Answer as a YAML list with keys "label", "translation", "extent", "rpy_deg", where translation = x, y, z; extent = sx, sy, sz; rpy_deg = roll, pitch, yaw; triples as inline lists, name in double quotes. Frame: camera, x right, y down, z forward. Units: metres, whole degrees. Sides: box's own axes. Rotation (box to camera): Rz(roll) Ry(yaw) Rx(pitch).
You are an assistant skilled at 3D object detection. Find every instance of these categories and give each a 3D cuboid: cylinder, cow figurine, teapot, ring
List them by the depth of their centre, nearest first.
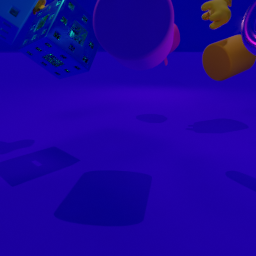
- label: "cylinder"
  translation: [0.176, -1.904, 5.417]
  extent: [1.400, 1.400, 1.400]
  rpy_deg: [3, 5, 9]
- label: "ring"
  translation: [3.089, -2.226, 5.561]
  extent: [0.352, 1.762, 1.762]
  rpy_deg: [20, 4, -34]
- label: "cow figurine"
  translation: [-2.281, -3.889, 7.961]
  extent: [0.732, 1.312, 1.333]
  rpy_deg: [27, 31, 38]
- label: "cow figurine"
  translation: [3.130, -4.009, 9.314]
  extent: [1.329, 0.741, 1.350]
  rpy_deg: [-23, 55, 4]
- label: "cylinder"
  translation: [3.384, -2.356, 9.412]
  extent: [1.255, 1.255, 1.255]
  rpy_deg: [-24, 26, -24]
- label: "teapot"
  translation: [1.386, -3.194, 10.396]
  extent: [1.236, 0.973, 1.987]
  rpy_deg: [-16, 48, 37]

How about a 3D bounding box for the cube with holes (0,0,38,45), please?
- label: "cube with holes"
  translation: [-2.262, -2.429, 4.942]
  extent: [1.180, 1.180, 1.180]
  rpy_deg: [31, -13, -26]

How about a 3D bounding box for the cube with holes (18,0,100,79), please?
- label: "cube with holes"
  translation: [-1.536, -2.085, 6.626]
  extent: [1.226, 1.226, 1.226]
  rpy_deg: [-2, -28, 43]
